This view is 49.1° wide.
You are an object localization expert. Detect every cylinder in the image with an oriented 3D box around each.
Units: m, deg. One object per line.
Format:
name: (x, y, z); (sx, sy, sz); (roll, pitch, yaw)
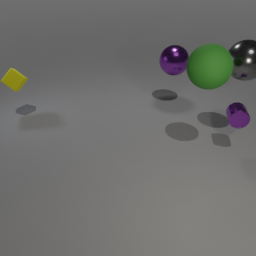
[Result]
cylinder: (3.843, -0.443, 9.813); (0.700, 0.700, 0.700); (5, 31, 8)

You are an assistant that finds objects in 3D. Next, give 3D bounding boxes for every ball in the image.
ball: (2.168, -3.164, 13.120); (1.400, 1.400, 1.400); (0, 30, 0)
ball: (2.532, -1.900, 8.719); (1.400, 1.400, 1.400); (0, 30, 0)
ball: (4.118, -2.349, 9.752); (1.400, 1.400, 1.400); (0, 30, 0)

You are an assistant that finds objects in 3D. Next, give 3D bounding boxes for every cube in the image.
cube: (-4.793, -2.030, 11.853); (0.700, 0.700, 0.700); (37, 0, -13)
